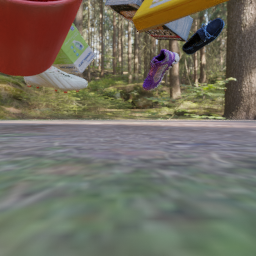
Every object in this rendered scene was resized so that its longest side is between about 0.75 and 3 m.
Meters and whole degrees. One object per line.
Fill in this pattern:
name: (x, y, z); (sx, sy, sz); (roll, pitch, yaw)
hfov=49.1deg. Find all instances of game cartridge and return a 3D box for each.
game cartridge: (1.717, -3.494, 6.795); (2.850, 0.462, 2.512); (-10, 40, 33)

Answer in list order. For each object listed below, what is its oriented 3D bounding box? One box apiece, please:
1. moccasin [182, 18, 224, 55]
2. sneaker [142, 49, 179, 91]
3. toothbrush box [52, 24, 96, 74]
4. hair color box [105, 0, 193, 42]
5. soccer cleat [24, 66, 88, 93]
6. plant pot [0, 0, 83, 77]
moccasin: (2.696, -3.261, 10.088); (1.680, 0.676, 0.573); (-44, -26, 29)
sneaker: (1.204, -2.498, 11.806); (0.886, 2.004, 0.806); (25, 20, -44)
toothbrush box: (-2.702, -3.296, 10.529); (1.823, 1.078, 2.504); (12, -32, 45)
hair color box: (0.798, -3.919, 9.529); (1.447, 0.886, 2.924); (20, 4, 43)
soccer cleat: (-2.571, -1.798, 9.848); (2.313, 0.897, 0.801); (8, 26, 5)
plant pot: (-2.640, -2.835, 6.846); (2.853, 2.853, 2.524); (-1, -32, -25)
